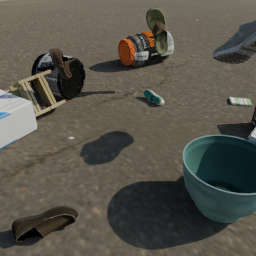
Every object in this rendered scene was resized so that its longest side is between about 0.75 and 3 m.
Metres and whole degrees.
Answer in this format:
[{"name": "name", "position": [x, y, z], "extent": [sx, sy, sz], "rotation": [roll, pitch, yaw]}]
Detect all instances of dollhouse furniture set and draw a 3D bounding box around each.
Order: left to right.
[{"name": "dollhouse furniture set", "position": [-3.884, -1.310, 11.664], "extent": [1.461, 1.469, 2.084], "rotation": [-32, 14, -35]}]

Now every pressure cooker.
[{"name": "pressure cooker", "position": [-3.264, -2.373, 12.630], "extent": [2.145, 1.916, 1.886], "rotation": [16, 14, 25]}]

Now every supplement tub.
[{"name": "supplement tub", "position": [1.019, -4.623, 16.229], "extent": [2.941, 1.801, 1.801], "rotation": [-20, 37, -27]}]

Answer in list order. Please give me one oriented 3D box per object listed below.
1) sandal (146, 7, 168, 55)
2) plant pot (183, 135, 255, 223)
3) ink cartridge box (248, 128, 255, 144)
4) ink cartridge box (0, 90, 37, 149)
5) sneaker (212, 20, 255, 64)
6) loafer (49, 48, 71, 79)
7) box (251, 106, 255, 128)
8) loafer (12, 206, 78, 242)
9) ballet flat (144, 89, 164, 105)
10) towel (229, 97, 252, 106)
[{"name": "sandal", "position": [1.379, -4.109, 11.948], "extent": [0.809, 2.037, 0.581], "rotation": [-24, 29, -4]}, {"name": "plant pot", "position": [2.418, 1.383, 6.997], "extent": [2.217, 1.485, 2.217], "rotation": [-1, 32, 0]}, {"name": "ink cartridge box", "position": [3.795, 0.919, 7.618], "extent": [1.158, 1.596, 0.665], "rotation": [21, 38, 30]}, {"name": "ink cartridge box", "position": [-5.089, -0.433, 10.129], "extent": [2.832, 1.199, 2.047], "rotation": [19, 37, 29]}, {"name": "sneaker", "position": [3.491, -2.612, 8.346], "extent": [0.852, 0.935, 2.279], "rotation": [15, -15, -26]}, {"name": "loafer", "position": [-2.279, -2.249, 9.878], "extent": [0.475, 1.339, 0.489], "rotation": [-13, 55, 8]}, {"name": "box", "position": [5.089, -0.337, 10.051], "extent": [0.596, 1.134, 1.385], "rotation": [-1, 33, -1]}, {"name": "loafer", "position": [-1.897, 2.298, 6.501], "extent": [1.541, 0.562, 0.550], "rotation": [-16, 38, -6]}, {"name": "ballet flat", "position": [1.170, -1.320, 12.405], "extent": [0.443, 0.443, 1.234], "rotation": [-18, 39, -26]}, {"name": "towel", "position": [4.944, -1.182, 12.327], "extent": [0.906, 0.139, 0.676], "rotation": [5, 33, 8]}]
